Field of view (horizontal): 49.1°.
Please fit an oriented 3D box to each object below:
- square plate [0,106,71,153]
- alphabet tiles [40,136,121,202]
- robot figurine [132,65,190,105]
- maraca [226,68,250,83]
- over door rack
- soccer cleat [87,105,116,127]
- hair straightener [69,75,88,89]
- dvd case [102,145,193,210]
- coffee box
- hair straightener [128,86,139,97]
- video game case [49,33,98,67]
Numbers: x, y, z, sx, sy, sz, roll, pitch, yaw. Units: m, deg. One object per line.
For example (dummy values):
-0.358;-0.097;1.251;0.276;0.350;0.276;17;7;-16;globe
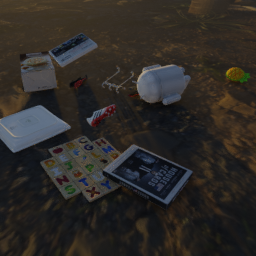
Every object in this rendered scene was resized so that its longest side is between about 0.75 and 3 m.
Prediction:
-3.774;-0.136;10.704;2.306;0.331;2.328;-26;41;-35;square plate
-1.307;1.154;8.916;2.373;0.090;2.852;-22;39;-30;alphabet tiles
1.491;-1.955;12.459;2.571;1.452;2.180;-16;58;-22;robot figurine
5.631;-2.701;14.348;1.192;0.638;0.817;33;75;35;maraca
-0.467;-2.309;13.808;1.031;0.465;1.396;23;60;32;over door rack
-0.685;-0.367;7.274;0.366;0.295;0.860;33;64;33;soccer cleat
-2.558;-2.431;14.230;0.610;0.324;1.584;11;35;16;hair straightener
0.593;1.359;8.353;2.186;0.270;1.643;22;38;28;dvd case
-4.641;-2.940;14.312;1.552;1.082;2.714;-12;35;-17;coffee box
0.781;-2.040;13.266;1.853;0.713;0.379;-20;34;-28;hair straightener
-2.204;-3.130;11.143;1.619;0.189;1.472;-34;46;-11;video game case
